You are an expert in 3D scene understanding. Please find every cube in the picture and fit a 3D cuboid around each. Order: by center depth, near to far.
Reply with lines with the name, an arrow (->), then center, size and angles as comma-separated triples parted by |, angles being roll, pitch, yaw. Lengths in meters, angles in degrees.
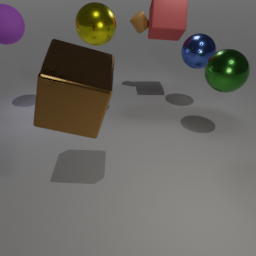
cube -> -1.157, -0.834, 6.111 | 1.400, 1.400, 1.400 | 12, 44, -12
cube -> 1.638, -4.607, 11.789 | 1.400, 1.400, 1.400 | 3, 0, -2

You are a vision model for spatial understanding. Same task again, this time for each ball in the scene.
ball -> 3.228, -1.864, 9.170 | 1.400, 1.400, 1.400 | 0, 29, 0
ball -> -1.093, -3.511, 9.517 | 1.400, 1.400, 1.400 | 0, 29, 0
ball -> -4.512, -3.777, 10.240 | 1.400, 1.400, 1.400 | 0, 29, 0
ball -> 2.879, -3.124, 11.429 | 1.400, 1.400, 1.400 | 0, 29, 0

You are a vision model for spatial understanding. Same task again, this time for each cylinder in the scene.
cylinder -> 0.551, -4.769, 12.629 | 0.700, 0.700, 0.700 | -31, 27, 18
